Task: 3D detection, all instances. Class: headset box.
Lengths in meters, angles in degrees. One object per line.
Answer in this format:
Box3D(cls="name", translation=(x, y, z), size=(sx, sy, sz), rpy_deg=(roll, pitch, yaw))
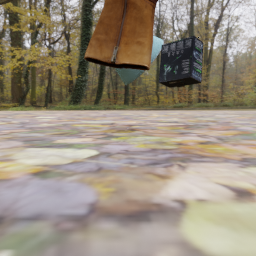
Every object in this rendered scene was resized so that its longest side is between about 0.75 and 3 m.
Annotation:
Box3D(cls="headset box", translation=(1.495, -1.787, 7.915), size=(1.099, 1.263, 0.586), rpy_deg=(-3, -12, 43))

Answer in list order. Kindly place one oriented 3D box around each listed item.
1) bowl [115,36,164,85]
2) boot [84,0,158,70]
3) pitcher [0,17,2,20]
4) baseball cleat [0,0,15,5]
Box3D(cls="bowl", translation=(0.152, -2.432, 9.137), size=(0.991, 1.895, 1.895), rpy_deg=(37, -9, -19))
Box3D(cls="boot", translation=(0.561, -2.626, 5.799), size=(2.733, 2.903, 0.994), rpy_deg=(8, -13, 18))
Box3D(cls="pitcher", translation=(-3.625, -3.581, 6.895), size=(1.238, 1.443, 0.875), rpy_deg=(7, 18, -37))
Box3D(cls="baseball cleat", translation=(-2.030, -3.421, 5.950), size=(2.467, 0.860, 1.313), rpy_deg=(-35, 10, 9))
